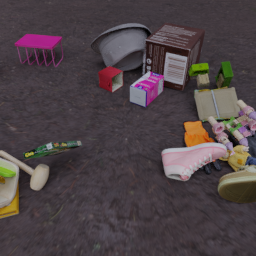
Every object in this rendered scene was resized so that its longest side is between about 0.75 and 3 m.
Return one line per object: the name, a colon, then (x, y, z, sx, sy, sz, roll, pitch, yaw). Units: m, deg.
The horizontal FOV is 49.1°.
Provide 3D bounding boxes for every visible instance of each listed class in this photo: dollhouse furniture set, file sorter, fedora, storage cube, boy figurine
dollhouse furniture set: (3.244, -1.193, 10.756, 1.558, 1.194, 2.378, -6, 69, 2)
file sorter: (-4.098, -3.614, 13.187, 1.767, 1.108, 1.228, 7, 40, 7)
fedora: (-0.185, -3.293, 12.235, 2.823, 2.497, 1.275, -18, 75, 29)
storage cube: (-0.715, -2.032, 11.609, 0.749, 0.712, 0.833, 27, 47, 29)
boy figurine: (3.191, 0.889, 7.963, 0.489, 0.944, 1.519, -19, 37, -32)

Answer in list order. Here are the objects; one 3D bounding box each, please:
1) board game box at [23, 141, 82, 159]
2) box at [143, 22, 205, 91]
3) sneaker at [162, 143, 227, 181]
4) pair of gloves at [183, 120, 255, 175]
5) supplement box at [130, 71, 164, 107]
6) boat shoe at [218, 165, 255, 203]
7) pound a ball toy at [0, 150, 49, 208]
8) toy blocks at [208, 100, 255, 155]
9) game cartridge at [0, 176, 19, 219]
board game box: (-1.967, 0.571, 7.571, 0.865, 0.194, 1.651, -18, -6, 13)
box: (1.938, -3.090, 11.924, 1.872, 1.891, 2.279, 18, 43, 19)
sneaker: (1.856, 1.006, 7.825, 1.817, 0.684, 0.950, -9, 54, 15)
pair of gloves: (3.128, 0.506, 8.898, 2.660, 0.329, 2.370, 1, 40, 0)
supplement box: (0.760, -1.543, 11.014, 0.731, 0.746, 1.444, 22, 43, 25)
boat shoe: (3.516, 1.317, 7.417, 2.657, 0.969, 0.836, -5, 42, -11)
pound a ball toy: (-3.854, 1.298, 7.340, 2.942, 1.250, 1.918, 15, 6, 19)
toy blocks: (3.275, 0.155, 8.263, 1.283, 1.373, 1.156, -31, 43, 5)
game cartridge: (-3.582, 1.800, 7.423, 1.279, 0.235, 1.451, -12, 42, -14)
